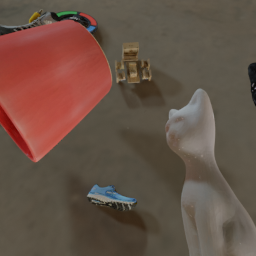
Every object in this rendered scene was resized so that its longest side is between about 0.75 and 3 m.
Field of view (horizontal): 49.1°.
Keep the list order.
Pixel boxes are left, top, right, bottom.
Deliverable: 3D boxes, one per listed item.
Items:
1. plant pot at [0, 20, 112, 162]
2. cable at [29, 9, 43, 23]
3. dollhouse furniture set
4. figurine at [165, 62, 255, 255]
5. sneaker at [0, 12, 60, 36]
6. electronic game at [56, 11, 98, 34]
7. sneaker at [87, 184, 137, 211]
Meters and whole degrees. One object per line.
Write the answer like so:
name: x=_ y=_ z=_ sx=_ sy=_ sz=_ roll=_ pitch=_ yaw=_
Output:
plant pot: x=-1.277 y=-0.703 z=4.289 sx=1.650 sy=1.865 sz=1.865 roll=-37 pitch=62 yaw=-23
cable: x=-3.468 y=-3.163 z=9.713 sx=2.296 sy=0.578 sz=1.115 roll=-43 pitch=100 yaw=-19
dollhouse furniture set: x=0.120 y=-1.954 z=8.848 sx=1.051 sy=0.797 sz=1.200 roll=-4 pitch=77 yaw=-3
figurine: x=1.565 y=0.569 z=3.647 sx=1.220 sy=2.835 sz=2.766 roll=-6 pitch=78 yaw=-30
sneaker: x=-2.211 y=-2.272 z=6.462 sx=1.302 sy=0.846 sz=2.255 roll=-34 pitch=17 yaw=6
electronic game: x=-1.932 y=-3.750 z=10.034 sx=1.700 sy=0.354 sz=1.700 roll=6 pitch=46 yaw=-6
sneaker: x=-0.333 y=1.523 z=6.370 sx=1.134 sy=0.444 sz=0.510 roll=12 pitch=52 yaw=8
